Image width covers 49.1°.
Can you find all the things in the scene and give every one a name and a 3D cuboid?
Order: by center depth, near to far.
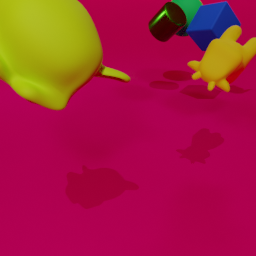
[{"bbox_3d":[-0.846,-0.806,2.833,1.022,1.695,1.220,-50,19,-7],"label":"monkey head"},{"bbox_3d":[1.521,-1.001,4.543,0.750,1.366,1.345,39,78,15],"label":"cow figurine"},{"bbox_3d":[2.306,-2.701,7.559,0.887,0.887,0.887,34,-8,-36],"label":"cube"},{"bbox_3d":[1.131,-3.048,8.084,0.807,0.807,0.807,-24,-6,-37],"label":"cylinder"},{"bbox_3d":[1.836,-3.637,9.098,1.273,1.273,1.273,0,28,0],"label":"ball"}]
